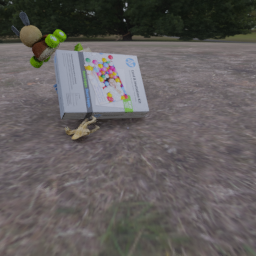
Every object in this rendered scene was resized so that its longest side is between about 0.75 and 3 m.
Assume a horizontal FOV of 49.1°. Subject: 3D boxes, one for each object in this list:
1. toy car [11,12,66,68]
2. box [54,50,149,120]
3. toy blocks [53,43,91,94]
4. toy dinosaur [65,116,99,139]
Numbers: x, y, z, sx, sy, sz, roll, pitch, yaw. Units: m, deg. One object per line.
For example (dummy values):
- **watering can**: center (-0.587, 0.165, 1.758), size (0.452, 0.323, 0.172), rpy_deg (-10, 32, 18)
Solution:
- **toy car**: center (-3.123, -3.046, 9.386), size (1.254, 1.527, 1.205), rpy_deg (-39, 18, 30)
- **box**: center (-0.813, -1.320, 8.678), size (2.675, 2.086, 0.551), rpy_deg (-1, -21, -26)
- **toy blocks**: center (-1.652, -1.494, 9.461), size (1.264, 2.529, 1.729), rpy_deg (-13, 16, 48)
- **toy dinosaur**: center (-1.133, 0.072, 7.420), size (0.778, 0.448, 1.538), rpy_deg (-39, 22, -27)
